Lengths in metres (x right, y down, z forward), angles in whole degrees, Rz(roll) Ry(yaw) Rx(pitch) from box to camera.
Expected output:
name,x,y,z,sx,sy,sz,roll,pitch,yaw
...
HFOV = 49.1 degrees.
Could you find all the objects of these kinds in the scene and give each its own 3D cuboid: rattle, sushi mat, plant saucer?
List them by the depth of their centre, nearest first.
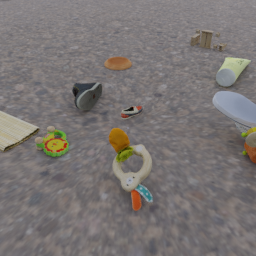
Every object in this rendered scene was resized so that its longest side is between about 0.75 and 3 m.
name,x,y,z,sx,sy,sz,roll,pitch,yaw
rattle,0.058,0.824,5.694,0.908,0.997,1.395,0,52,0
sushi mat,-3.874,-0.076,8.127,2.551,0.154,1.221,20,38,27
plant saucer,-0.432,-2.820,12.088,1.178,0.220,1.178,1,34,0

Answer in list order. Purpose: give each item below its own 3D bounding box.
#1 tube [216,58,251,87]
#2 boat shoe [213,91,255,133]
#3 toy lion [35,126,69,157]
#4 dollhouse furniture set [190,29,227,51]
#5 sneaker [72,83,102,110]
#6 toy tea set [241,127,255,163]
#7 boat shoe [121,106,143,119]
name,x,y,z,sx,sy,sz,roll,pitch,yaw
tube,4.144,-2.417,11.147,0.799,0.715,2.753,49,40,0
boat shoe,3.171,-0.158,7.306,2.249,0.735,0.827,31,57,9
toy lion,-1.926,0.383,7.378,0.859,0.308,0.896,17,37,12
dollhouse furniture set,4.059,-4.454,13.932,1.645,0.852,0.728,22,42,28
sneaker,-1.551,-1.045,9.218,0.912,0.642,1.717,5,25,15
toy tea set,3.613,0.218,6.573,1.895,1.127,0.701,-6,41,11
boat shoe,0.132,-0.538,8.696,0.866,0.271,0.308,-26,40,-34
